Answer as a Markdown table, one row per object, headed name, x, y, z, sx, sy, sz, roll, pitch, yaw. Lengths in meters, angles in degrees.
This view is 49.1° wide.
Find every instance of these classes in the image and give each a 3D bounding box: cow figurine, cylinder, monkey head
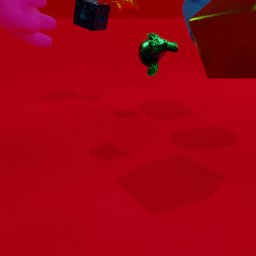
| name | x | y | z | sx | sy | sz | roll | pitch | yaw |
| --- | --- | --- | --- | --- | --- | --- | --- | --- | --- |
| cow figurine | -2.013 | -1.881 | 4.429 | 1.458 | 0.813 | 1.481 | 11 | -9 | 1 |
| cylinder | 2.409 | -3.365 | 8.458 | 1.319 | 1.319 | 1.319 | -1 | 52 | -3 |
| cow figurine | -0.034 | -4.384 | 9.532 | 0.951 | 0.966 | 0.530 | 18 | 25 | -16 |
| monkey head | 0.613 | -1.607 | 5.937 | 0.773 | 0.647 | 1.074 | 6 | 56 | -12 |

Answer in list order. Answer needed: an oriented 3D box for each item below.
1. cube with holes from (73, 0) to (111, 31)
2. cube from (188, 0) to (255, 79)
| name | x | y | z | sx | sy | sz | roll | pitch | yaw |
| --- | --- | --- | --- | --- | --- | --- | --- | --- | --- |
| cube with holes | -1.274 | -3.990 | 9.843 | 0.874 | 0.874 | 0.874 | 27 | 31 | 20 |
| cube | 1.998 | -1.668 | 4.833 | 1.193 | 1.193 | 1.193 | -45 | 33 | -25 |
